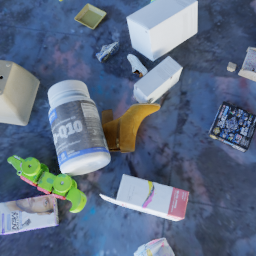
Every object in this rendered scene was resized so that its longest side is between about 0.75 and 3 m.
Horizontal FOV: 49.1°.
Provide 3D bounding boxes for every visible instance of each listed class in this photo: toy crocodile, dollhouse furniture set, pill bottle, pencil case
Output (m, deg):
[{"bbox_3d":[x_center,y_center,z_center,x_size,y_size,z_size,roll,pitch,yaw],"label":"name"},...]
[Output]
[{"bbox_3d":[-2.645,1.731,9.124,2.961,1.000,0.914,26,73,9],"label":"toy crocodile"},{"bbox_3d":[5.345,-2.885,10.785,2.320,1.133,1.978,23,71,8],"label":"dollhouse furniture set"},{"bbox_3d":[-1.725,-0.034,9.425,1.655,1.655,2.909,-16,70,-6],"label":"pill bottle"},{"bbox_3d":[1.133,4.515,8.013,1.163,1.066,2.564,-6,62,-45],"label":"pencil case"}]

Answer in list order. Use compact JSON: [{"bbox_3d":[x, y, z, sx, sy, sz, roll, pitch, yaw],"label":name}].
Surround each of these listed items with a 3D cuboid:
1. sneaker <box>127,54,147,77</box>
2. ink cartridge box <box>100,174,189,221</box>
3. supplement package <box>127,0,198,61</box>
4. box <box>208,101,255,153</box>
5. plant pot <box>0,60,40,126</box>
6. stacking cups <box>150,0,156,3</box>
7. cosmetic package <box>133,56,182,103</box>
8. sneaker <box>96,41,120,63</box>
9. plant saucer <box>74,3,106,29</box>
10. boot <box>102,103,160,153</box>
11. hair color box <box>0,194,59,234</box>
[{"bbox_3d":[0.262,-2.455,11.015,0.454,0.391,1.073,-38,75,-15],"label":"sneaker"},{"bbox_3d":[0.474,2.129,8.733,2.507,1.460,0.846,14,70,5],"label":"ink cartridge box"},{"bbox_3d":[1.346,-3.963,10.799,2.332,1.414,1.397,-35,54,-15],"label":"supplement package"},{"bbox_3d":[3.832,-0.064,10.143,1.439,0.360,1.450,24,72,9],"label":"box"},{"bbox_3d":[-4.541,-1.394,9.914,1.948,1.727,1.950,8,70,3],"label":"plant pot"},{"bbox_3d":[1.129,-5.072,11.868,0.611,0.611,2.019,15,70,6],"label":"stacking cups"},{"bbox_3d":[1.081,-1.684,10.403,1.818,1.026,0.738,-43,75,-13],"label":"cosmetic package"},{"bbox_3d":[-0.829,-3.172,11.273,0.494,0.447,1.161,41,74,18],"label":"sneaker"},{"bbox_3d":[-1.587,-4.699,11.937,1.014,0.246,1.014,31,72,12],"label":"plant saucer"},{"bbox_3d":[0.156,0.029,9.966,2.250,0.792,1.611,-9,75,1],"label":"boot"},{"bbox_3d":[-3.185,2.763,8.980,1.768,0.573,0.966,-9,69,-5],"label":"hair color box"}]
